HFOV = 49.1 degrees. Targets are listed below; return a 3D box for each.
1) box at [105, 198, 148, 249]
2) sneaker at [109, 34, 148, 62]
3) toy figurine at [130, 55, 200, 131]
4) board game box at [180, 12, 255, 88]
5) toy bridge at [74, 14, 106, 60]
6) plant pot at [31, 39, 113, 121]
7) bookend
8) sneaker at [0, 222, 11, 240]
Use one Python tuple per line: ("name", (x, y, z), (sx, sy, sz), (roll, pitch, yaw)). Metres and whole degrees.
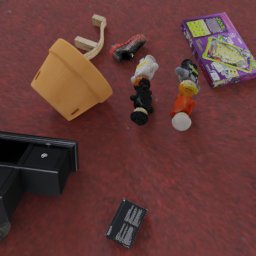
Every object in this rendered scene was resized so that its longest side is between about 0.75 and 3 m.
("box", (-0.035, 2.365, 6.957), (0.697, 0.389, 0.987), (25, 64, 9))
("sneaker", (0.128, -2.727, 9.692), (1.473, 0.521, 0.720), (-28, 64, -12))
("toy figurine", (1.005, -0.937, 7.898), (1.955, 1.925, 1.360), (10, 53, 6))
("board game box", (3.165, -2.812, 9.818), (1.765, 0.475, 2.941), (-14, 62, -3))
("toy bridge", (-1.438, -2.923, 9.883), (0.919, 0.372, 2.733), (23, 64, 12))
("plant pot", (-1.713, -1.226, 8.072), (2.146, 2.146, 1.502), (40, 84, 20))
("bookend", (-2.564, 1.222, 6.742), (2.217, 1.028, 2.231), (7, 36, 4))
("sneaker", (-4.213, 2.197, 6.755), (2.719, 1.033, 1.234), (1, 51, -4))
